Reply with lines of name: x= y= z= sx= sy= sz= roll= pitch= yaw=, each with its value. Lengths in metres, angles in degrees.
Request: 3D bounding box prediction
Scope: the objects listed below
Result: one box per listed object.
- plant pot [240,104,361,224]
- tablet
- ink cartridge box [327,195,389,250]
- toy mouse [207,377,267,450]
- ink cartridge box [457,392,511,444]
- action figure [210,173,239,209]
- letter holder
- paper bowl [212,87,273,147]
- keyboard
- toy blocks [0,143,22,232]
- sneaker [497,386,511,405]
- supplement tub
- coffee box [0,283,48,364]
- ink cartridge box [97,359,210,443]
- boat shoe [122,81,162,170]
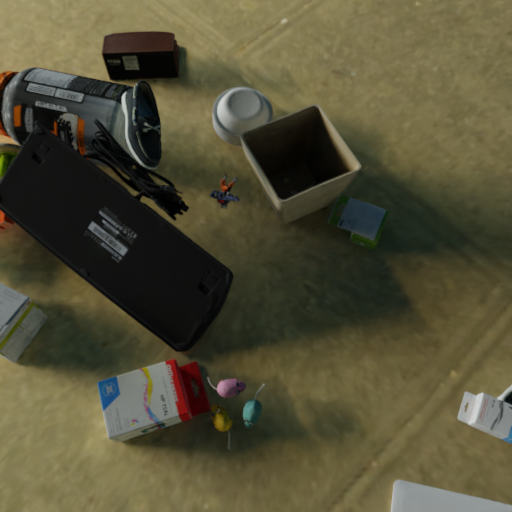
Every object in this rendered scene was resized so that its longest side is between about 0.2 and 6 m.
plant pot: x=0.807 y=-1.648 z=11.230 sx=1.739 sy=1.540 sz=1.737 roll=-24 pitch=67 yaw=-12
tablet: x=3.189 y=4.522 z=9.028 sx=2.063 sy=0.141 sz=1.342 roll=11 pitch=65 yaw=5
ink cartridge box: x=2.055 y=-0.700 z=11.404 sx=1.058 sy=0.401 sz=0.782 roll=22 pitch=67 yaw=12
toy mouse: x=-0.303 y=2.507 z=9.558 sx=1.125 sy=0.245 sz=1.266 roll=-30 pitch=83 yaw=3
ink cartridge box: x=3.862 y=2.623 z=9.191 sx=0.925 sy=0.309 sz=0.536 roll=22 pitch=69 yaw=8
action figure: x=-0.501 y=-1.193 z=10.610 sx=0.673 sy=0.352 sz=0.651 roll=22 pitch=97 yaw=30
letter holder: x=-2.683 y=-4.881 z=13.196 sx=1.640 sy=0.825 sz=1.165 roll=-2 pitch=63 yaw=-1
paper bowl: x=-0.293 y=-3.114 z=12.238 sx=1.322 sy=0.688 sz=1.322 roll=2 pitch=69 yaw=-4
keyboard: x=-2.487 y=-0.607 z=10.791 sx=4.975 sy=0.986 sz=2.589 roll=38 pitch=99 yaw=6
toy blocks: x=-5.703 y=-0.962 z=11.243 sx=2.140 sy=0.932 sz=2.568 roll=-1 pitch=66 yaw=-2
sneaker: x=4.853 y=2.361 z=9.775 sx=1.822 sy=0.645 sz=0.665 roll=-37 pitch=71 yaw=-15
supplement tub: x=-3.930 y=-2.914 z=11.726 sx=2.849 sy=1.746 sz=1.746 roll=13 pitch=65 yaw=7
coffee box: x=-4.654 y=1.158 z=10.142 sx=1.049 sy=1.038 sz=1.050 roll=25 pitch=67 yaw=12
ink cartridge box: x=-1.763 y=2.467 z=9.762 sx=1.742 sy=0.586 sz=1.012 roll=-16 pitch=66 yaw=-9
boat shoe: x=-2.024 y=-2.402 z=10.168 sx=0.653 sy=0.521 sz=1.726 roll=0 pitch=65 yaw=-49
